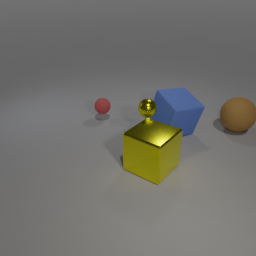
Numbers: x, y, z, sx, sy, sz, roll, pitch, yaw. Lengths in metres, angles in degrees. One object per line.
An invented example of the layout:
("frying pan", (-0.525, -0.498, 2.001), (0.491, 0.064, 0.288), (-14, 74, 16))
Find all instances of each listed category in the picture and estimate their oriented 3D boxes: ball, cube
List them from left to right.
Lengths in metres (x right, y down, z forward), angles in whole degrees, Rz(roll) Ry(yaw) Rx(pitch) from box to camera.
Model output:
("ball", (-1.103, -0.954, 12.127), (0.700, 0.700, 0.700), (0, 29, 0))
("ball", (0.699, -0.709, 10.068), (0.700, 0.700, 0.700), (0, 29, 0))
("cube", (0.790, 0.697, 9.129), (1.400, 1.400, 1.400), (20, 35, 32))
("cube", (1.874, -0.619, 11.087), (1.400, 1.400, 1.400), (-9, 44, -27))
("ball", (4.444, -0.552, 11.298), (1.400, 1.400, 1.400), (0, 29, 0))
